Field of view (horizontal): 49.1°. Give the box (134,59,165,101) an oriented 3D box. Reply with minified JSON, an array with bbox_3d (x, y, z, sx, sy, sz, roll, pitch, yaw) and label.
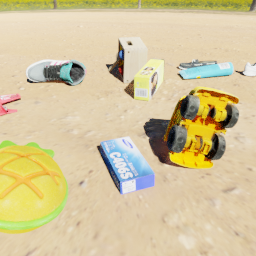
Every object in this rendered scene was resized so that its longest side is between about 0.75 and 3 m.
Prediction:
[{"bbox_3d":[0.979,-2.163,12.137,0.699,1.050,2.790,8,31,16],"label":"box"}]

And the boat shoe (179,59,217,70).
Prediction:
[{"bbox_3d":[3.671,-3.345,14.738,1.983,0.598,0.750,7,29,13],"label":"boat shoe"}]

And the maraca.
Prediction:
[{"bbox_3d":[-2.233,1.011,5.788,1.902,1.484,2.774,9,24,-25],"label":"maraca"}]

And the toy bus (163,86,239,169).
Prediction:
[{"bbox_3d":[1.771,-0.227,7.499,1.376,2.027,1.946,12,21,-12],"label":"toy bus"}]

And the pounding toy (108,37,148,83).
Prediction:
[{"bbox_3d":[-0.083,-3.223,13.443,1.477,1.913,2.078,-5,37,-11],"label":"pounding toy"}]

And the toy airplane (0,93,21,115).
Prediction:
[{"bbox_3d":[-4.802,-0.890,10.471,1.921,0.353,1.921,4,26,-2],"label":"toy airplane"}]

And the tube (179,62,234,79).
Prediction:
[{"bbox_3d":[3.849,-2.774,13.762,2.531,0.638,0.980,-8,27,-5],"label":"tube"}]

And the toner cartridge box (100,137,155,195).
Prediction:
[{"bbox_3d":[-0.070,0.879,7.157,0.869,0.395,1.829,-10,30,-18],"label":"toner cartridge box"}]

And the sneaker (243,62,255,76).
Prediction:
[{"bbox_3d":[6.535,-2.886,13.820,1.568,0.683,0.584,5,28,7],"label":"sneaker"}]

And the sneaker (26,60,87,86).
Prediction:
[{"bbox_3d":[-3.093,-2.496,12.708,2.765,1.156,1.670,-13,22,-25],"label":"sneaker"}]
